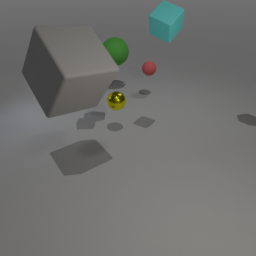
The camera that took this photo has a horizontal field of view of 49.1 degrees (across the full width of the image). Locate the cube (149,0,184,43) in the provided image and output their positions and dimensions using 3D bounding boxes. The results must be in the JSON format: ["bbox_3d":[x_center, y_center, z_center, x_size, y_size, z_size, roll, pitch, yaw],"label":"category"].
[{"bbox_3d":[1.072,-2.973,7.845,0.700,0.700,0.700,33,72,18],"label":"cube"}]

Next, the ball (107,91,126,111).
[{"bbox_3d":[-0.418,-0.983,10.198,0.700,0.700,0.700,0,29,0],"label":"ball"}]

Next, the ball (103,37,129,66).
[{"bbox_3d":[-0.654,-3.852,14.113,1.400,1.400,1.400,0,29,0],"label":"ball"}]

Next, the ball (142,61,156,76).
[{"bbox_3d":[1.027,-2.897,13.621,0.700,0.700,0.700,0,29,0],"label":"ball"}]

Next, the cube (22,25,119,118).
[{"bbox_3d":[-1.330,-1.289,6.307,1.400,1.400,1.400,-19,69,-40],"label":"cube"}]
